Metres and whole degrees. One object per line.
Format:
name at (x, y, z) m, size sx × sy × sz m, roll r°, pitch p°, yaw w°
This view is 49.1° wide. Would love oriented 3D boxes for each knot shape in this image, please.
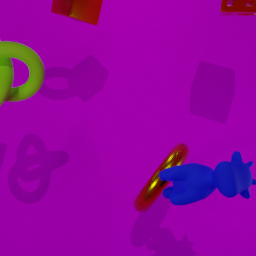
knot shape at (-2.665, -1.140, 5.694) m, size 1.873 × 0.925 × 2.002 m, roll 1°, pitch 88°, yaw -24°

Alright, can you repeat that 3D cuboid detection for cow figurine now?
cow figurine at (1.361, 0.906, 4.921) m, size 1.446 × 1.470 × 0.807 m, roll -10°, pitch 83°, yaw -4°

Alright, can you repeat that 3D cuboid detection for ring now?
ring at (0.777, 1.142, 6.487) m, size 0.381 × 1.904 × 1.904 m, roll 37°, pitch 82°, yaw 11°

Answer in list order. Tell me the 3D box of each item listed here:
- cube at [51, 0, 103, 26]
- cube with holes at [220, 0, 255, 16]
cube at (-1.274, -3.224, 7.123) m, size 0.895 × 0.895 × 0.895 m, roll 28°, pitch 110°, yaw 36°
cube with holes at (2.815, -3.249, 6.409) m, size 1.205 × 1.205 × 1.205 m, roll 8°, pitch 110°, yaw 15°
